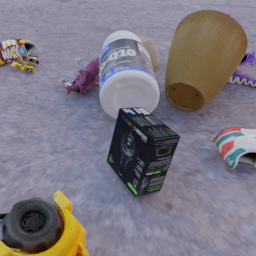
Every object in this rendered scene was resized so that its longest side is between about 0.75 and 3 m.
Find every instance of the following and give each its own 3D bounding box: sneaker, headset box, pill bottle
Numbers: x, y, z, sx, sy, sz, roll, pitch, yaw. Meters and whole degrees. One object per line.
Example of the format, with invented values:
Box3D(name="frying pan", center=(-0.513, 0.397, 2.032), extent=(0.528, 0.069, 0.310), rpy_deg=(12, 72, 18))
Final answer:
Box3D(name="sneaker", center=(4.565, -2.142, 10.109), extent=(2.539, 1.123, 1.021), rpy_deg=(12, 36, 14))
Box3D(name="sneaker", center=(3.310, 0.505, 6.846), extent=(2.278, 0.802, 1.065), rpy_deg=(-5, 52, -9))
Box3D(name="sneaker", center=(-4.943, -3.241, 11.811), extent=(1.104, 0.918, 2.450), rpy_deg=(8, 37, 21))
Box3D(name="headset box", center=(0.243, 0.519, 6.081), extent=(0.713, 1.537, 1.338), rpy_deg=(-5, 34, -34))
Box3D(name="pill bottle", center=(-0.065, -1.709, 8.483), extent=(1.634, 1.634, 2.873), rpy_deg=(-3, 43, -4))

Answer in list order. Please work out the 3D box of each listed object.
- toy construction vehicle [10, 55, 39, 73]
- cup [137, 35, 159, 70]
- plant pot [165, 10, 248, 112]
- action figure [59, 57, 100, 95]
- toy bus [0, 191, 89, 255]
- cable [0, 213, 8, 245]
Box3D(name="toy construction vehicle", center=(-4.114, -2.545, 11.390), extent=(1.071, 0.377, 0.932), rpy_deg=(7, 47, 14))
Box3D(name="cup", center=(0.512, -3.141, 11.510), extent=(1.559, 1.115, 1.559), rpy_deg=(0, 35, 0))
Box3D(name="plant pot", center=(2.245, -1.889, 8.935), extent=(2.480, 2.480, 2.661), rpy_deg=(15, 58, 20))
Box3D(name="action figure", center=(-1.481, -1.676, 9.886), extent=(1.456, 1.310, 1.955), rpy_deg=(46, 56, -10))
Box3D(name="toy bus", center=(-1.096, 2.395, 3.465), extent=(2.398, 1.695, 2.498), rpy_deg=(32, 42, 19))
Box3D(name="cable", center=(-2.427, 1.915, 5.198), extent=(0.645, 0.201, 0.790), rpy_deg=(12, 37, 16))
